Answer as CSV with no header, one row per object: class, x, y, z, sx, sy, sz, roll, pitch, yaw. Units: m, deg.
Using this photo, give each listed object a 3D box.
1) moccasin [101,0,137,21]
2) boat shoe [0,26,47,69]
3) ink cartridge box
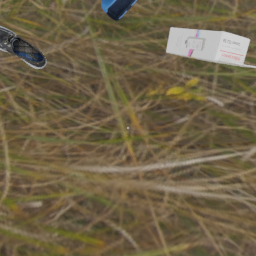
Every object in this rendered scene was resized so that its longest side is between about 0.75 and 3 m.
moccasin,0.155,-3.234,6.432,1.761,0.600,0.708,-38,51,10
boat shoe,-2.300,-1.687,5.741,1.359,0.450,0.475,35,77,-16
ink cartridge box,1.755,-1.675,5.800,0.997,1.712,0.578,-4,112,-38
